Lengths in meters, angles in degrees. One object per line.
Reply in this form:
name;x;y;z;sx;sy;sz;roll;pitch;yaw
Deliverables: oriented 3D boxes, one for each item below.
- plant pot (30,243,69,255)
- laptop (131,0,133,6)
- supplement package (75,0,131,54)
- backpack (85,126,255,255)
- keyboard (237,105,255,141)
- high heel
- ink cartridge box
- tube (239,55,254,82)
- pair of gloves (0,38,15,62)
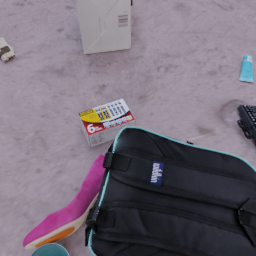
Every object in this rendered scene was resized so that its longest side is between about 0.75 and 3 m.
plant pot;-1.452;2.679;5.295;0.807;0.543;0.807;0;51;0
laptop;-0.469;-5.833;12.560;1.180;0.687;1.331;-6;25;-5
supplement package;-0.953;-4.322;9.889;1.747;2.271;2.375;-9;51;-7
backpack;0.950;1.564;5.088;2.867;2.198;2.520;8;59;11
keyboard;3.534;0.005;7.549;1.077;0.230;1.794;-1;45;-9
high heel;-1.196;1.478;5.998;2.495;0.840;1.197;-27;65;-27
ink cartridge box;-0.628;-0.251;7.681;1.325;0.556;1.163;-20;53;-15
tube;3.948;-1.957;9.285;0.439;0.285;1.133;8;56;17
pair of gloves;-4.726;-2.560;9.778;1.415;0.248;1.203;-34;62;-22
